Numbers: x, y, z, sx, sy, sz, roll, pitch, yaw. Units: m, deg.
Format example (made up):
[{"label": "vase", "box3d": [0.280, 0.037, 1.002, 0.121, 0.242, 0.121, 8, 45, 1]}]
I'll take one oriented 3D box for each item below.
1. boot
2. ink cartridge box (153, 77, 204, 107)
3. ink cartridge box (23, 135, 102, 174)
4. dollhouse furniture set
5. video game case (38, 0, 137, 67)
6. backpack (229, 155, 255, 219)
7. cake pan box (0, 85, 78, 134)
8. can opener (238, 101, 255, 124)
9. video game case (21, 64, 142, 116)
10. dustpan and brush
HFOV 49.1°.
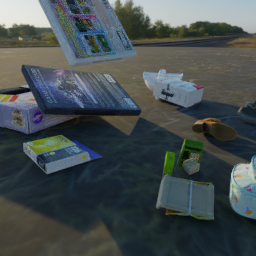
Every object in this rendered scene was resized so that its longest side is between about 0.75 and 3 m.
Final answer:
[{"label": "boot", "box3d": [2.203, -0.034, 6.928, 1.082, 0.399, 0.837, 15, 20, 29]}, {"label": "ink cartridge box", "box3d": [1.767, -1.307, 9.939, 1.449, 0.607, 1.045, 26, 31, 34]}, {"label": "ink cartridge box", "box3d": [-1.338, 0.452, 5.708, 1.190, 0.280, 1.176, -17, 25, -35]}, {"label": "dollhouse furniture set", "box3d": [0.912, 0.897, 4.472, 0.780, 0.603, 1.562, 10, 40, 8]}, {"label": "video game case", "box3d": [-1.171, -3.039, 8.017, 2.386, 2.622, 0.311, -21, -9, -43]}, {"label": "backpack", "box3d": [1.949, 0.826, 3.858, 1.053, 0.808, 0.926, -2, 23, 20]}, {"label": "cake pan box", "box3d": [-2.872, -0.711, 8.382, 2.772, 0.725, 2.553, 12, 21, 31]}, {"label": "can opener", "box3d": [4.141, -0.217, 7.377, 2.313, 0.609, 0.769, 16, 60, 42]}, {"label": "video game case", "box3d": [-1.304, -1.071, 8.099, 2.970, 0.282, 2.121, -2, 40, -36]}, {"label": "dustpan and brush", "box3d": [1.329, -1.754, 11.297, 1.682, 0.690, 2.410, 5, 49, 10]}]
